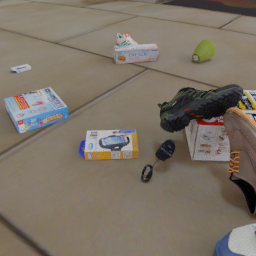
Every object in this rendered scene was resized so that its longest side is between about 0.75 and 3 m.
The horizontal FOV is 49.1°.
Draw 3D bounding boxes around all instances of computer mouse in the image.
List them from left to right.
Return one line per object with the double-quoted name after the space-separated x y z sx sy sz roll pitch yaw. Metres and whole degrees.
0.728 0.798 6.854 0.364 0.211 1.241 40 84 -1 "computer mouse"

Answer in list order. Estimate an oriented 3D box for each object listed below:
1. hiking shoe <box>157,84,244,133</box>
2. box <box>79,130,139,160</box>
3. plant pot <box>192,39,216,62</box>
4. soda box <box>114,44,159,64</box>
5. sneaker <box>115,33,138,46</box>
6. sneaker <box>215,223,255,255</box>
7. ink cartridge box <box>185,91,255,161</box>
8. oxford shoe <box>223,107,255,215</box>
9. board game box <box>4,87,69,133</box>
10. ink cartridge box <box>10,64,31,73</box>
1.679 -0.717 6.858 2.085 0.790 1.050 -21 51 16 "hiking shoe"
-0.543 0.444 7.732 1.613 0.335 0.960 0 35 -4 "box"
3.433 -3.471 13.010 0.902 0.902 0.964 29 59 35 "plant pot"
0.376 -3.472 13.069 2.047 0.651 0.700 -6 35 -9 "soda box"
0.000 -4.387 14.265 1.669 0.780 0.587 27 43 34 "sneaker"
2.934 1.848 4.909 2.838 1.251 1.068 -7 37 -6 "sneaker"
3.142 -0.288 7.991 2.890 1.212 2.538 1 34 2 "ink cartridge box"
2.544 0.691 6.028 0.862 0.843 2.364 -19 78 -14 "oxford shoe"
-3.007 -0.640 9.163 1.607 0.459 1.642 -20 39 -25 "board game box"
-4.691 -2.588 12.234 0.802 0.157 0.399 -24 41 -32 "ink cartridge box"
